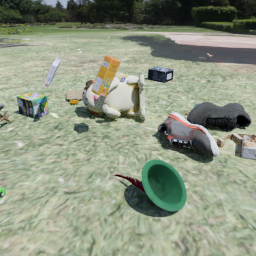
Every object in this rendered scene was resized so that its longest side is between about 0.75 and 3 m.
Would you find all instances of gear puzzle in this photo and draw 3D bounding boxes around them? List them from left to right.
[{"bbox_3d":[-2.786,-1.603,14.832,0.966,0.244,1.864,-2,27,-9],"label":"gear puzzle"}]

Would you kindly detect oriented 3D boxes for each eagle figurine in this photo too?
[{"bbox_3d":[-5.673,-0.447,11.517,1.357,1.029,1.024,8,45,4],"label":"eagle figurine"}]

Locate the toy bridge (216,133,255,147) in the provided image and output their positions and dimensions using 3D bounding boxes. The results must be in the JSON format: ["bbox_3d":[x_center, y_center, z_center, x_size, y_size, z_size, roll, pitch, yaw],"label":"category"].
[{"bbox_3d":[4.052,0.387,10.386,1.730,0.235,0.581,-6,24,-15],"label":"toy bridge"}]

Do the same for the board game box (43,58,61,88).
[{"bbox_3d":[-3.001,-2.184,11.095,0.201,0.975,0.973,24,25,-15],"label":"board game box"}]

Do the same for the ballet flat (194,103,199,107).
[{"bbox_3d":[3.773,-0.895,13.100,1.339,0.454,0.484,10,7,30],"label":"ballet flat"}]

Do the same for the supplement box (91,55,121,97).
[{"bbox_3d":[-0.782,-1.811,9.856,0.463,1.392,0.479,6,28,-47],"label":"supplement box"}]

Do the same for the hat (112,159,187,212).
[{"bbox_3d":[0.577,1.728,7.526,1.356,1.441,1.637,14,46,-28],"label":"hat"}]

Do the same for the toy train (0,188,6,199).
[{"bbox_3d":[-3.892,1.700,7.498,1.261,0.263,0.356,3,15,6],"label":"toy train"}]

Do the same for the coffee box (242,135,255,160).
[{"bbox_3d":[4.219,0.661,9.578,0.573,0.399,1.002,9,26,19],"label":"coffee box"}]

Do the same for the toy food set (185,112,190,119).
[{"bbox_3d":[2.843,-0.585,12.652,0.527,0.131,0.829,6,25,12],"label":"toy food set"}]

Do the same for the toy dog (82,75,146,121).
[{"bbox_3d":[-0.663,-1.488,12.564,2.786,1.944,2.701,-2,22,0],"label":"toy dog"}]

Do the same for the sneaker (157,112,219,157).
[{"bbox_3d":[2.003,0.428,9.809,1.119,1.053,2.732,-35,33,-10],"label":"sneaker"}]

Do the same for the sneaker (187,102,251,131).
[{"bbox_3d":[3.726,-0.415,11.345,2.685,1.020,1.219,-7,33,-8],"label":"sneaker"}]

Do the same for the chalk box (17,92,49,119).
[{"bbox_3d":[-4.203,-1.012,12.712,1.405,0.877,0.871,16,30,29],"label":"chalk box"}]

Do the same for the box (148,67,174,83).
[{"bbox_3d":[2.142,-3.523,18.394,1.368,0.732,1.015,19,31,36],"label":"box"}]

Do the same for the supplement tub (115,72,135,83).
[{"bbox_3d":[-0.146,-2.240,14.936,1.718,1.240,1.240,22,32,40],"label":"supplement tub"}]
